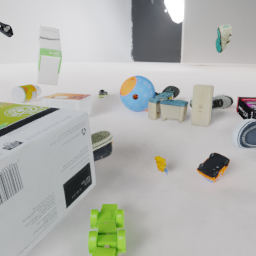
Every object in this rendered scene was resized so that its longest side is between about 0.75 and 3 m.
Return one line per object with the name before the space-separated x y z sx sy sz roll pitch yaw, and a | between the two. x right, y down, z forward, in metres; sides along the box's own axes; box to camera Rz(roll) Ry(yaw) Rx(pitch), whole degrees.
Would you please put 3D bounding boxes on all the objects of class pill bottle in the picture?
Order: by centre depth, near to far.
pill bottle | -5.289 -1.858 14.753 0.844 0.844 1.519 6 18 21

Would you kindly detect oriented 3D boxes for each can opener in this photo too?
can opener | -3.395 -2.685 7.216 0.946 0.300 0.372 34 -27 -30

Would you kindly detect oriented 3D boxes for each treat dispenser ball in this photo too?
treat dispenser ball | 0.418 -1.526 12.407 1.581 1.581 1.581 0 17 0

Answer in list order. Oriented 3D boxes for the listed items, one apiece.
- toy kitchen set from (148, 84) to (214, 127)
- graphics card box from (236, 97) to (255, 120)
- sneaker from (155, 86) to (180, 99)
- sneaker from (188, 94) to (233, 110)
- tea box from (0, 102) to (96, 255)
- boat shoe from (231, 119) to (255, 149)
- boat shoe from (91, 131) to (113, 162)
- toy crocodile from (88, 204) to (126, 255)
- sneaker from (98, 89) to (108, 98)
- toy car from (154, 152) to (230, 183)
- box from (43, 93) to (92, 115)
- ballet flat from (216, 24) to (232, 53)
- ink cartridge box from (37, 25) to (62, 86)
toy kitchen set | 2.224 -1.141 11.259 2.517 1.483 2.016 9 19 26
graphics card box | 5.402 -0.613 10.792 1.845 0.748 2.942 3 18 10
sneaker | 1.911 -1.462 13.813 2.263 0.853 0.897 -25 38 -36
sneaker | 3.727 -1.068 12.593 1.944 0.719 0.771 -3 25 11
tea box | -2.161 0.686 4.695 2.324 1.578 2.362 6 24 24
boat shoe | 4.057 0.184 7.882 2.383 0.843 1.082 -8 14 -31
boat shoe | -1.223 0.719 6.606 2.016 0.628 0.752 -24 32 -21
toy crocodile | -0.303 1.566 4.122 0.523 0.478 1.549 -2 12 -3
sneaker | -1.398 -1.994 15.948 0.394 0.432 1.067 3 17 10
toy car | 1.437 0.835 6.307 1.540 0.512 0.755 12 43 28
box | -2.456 -0.904 11.553 1.616 0.860 1.231 4 17 12
ballet flat | 3.328 -3.046 9.655 0.493 0.533 1.580 -17 -12 12
ink cartridge box | -3.200 -2.918 11.264 0.825 1.429 1.964 3 50 -22
